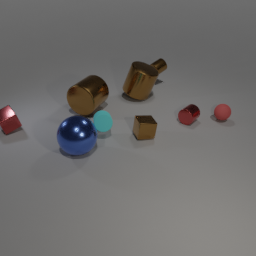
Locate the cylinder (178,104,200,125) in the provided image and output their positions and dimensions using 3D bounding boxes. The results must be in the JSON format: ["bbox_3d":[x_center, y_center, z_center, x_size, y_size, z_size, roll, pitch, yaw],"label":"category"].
[{"bbox_3d":[2.579,-0.572,11.816,0.700,0.700,0.700,22,37,33],"label":"cylinder"}]

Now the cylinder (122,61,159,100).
[{"bbox_3d":[0.604,-2.309,13.689,1.400,1.400,1.400,17,33,-12],"label":"cylinder"}]

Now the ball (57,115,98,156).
[{"bbox_3d":[-1.763,0.256,9.732,1.400,1.400,1.400,0,31,0],"label":"ball"}]

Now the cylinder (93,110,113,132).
[{"bbox_3d":[-0.959,-0.267,10.660,0.700,0.700,0.700,-4,15,-7],"label":"cylinder"}]

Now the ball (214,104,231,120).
[{"bbox_3d":[4.007,-0.678,11.870,0.700,0.700,0.700,0,31,0],"label":"ball"}]

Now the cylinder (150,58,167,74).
[{"bbox_3d":[1.636,-3.294,15.117,0.700,0.700,0.700,-36,42,-18],"label":"cylinder"}]

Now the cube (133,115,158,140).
[{"bbox_3d":[0.645,-0.030,10.814,0.700,0.700,0.700,-2,30,-18],"label":"cube"}]

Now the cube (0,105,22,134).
[{"bbox_3d":[-4.740,-0.329,11.012,0.700,0.700,0.700,-34,56,-21],"label":"cube"}]

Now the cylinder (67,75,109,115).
[{"bbox_3d":[-1.764,-1.476,12.447,1.400,1.400,1.400,12,33,20],"label":"cylinder"}]
